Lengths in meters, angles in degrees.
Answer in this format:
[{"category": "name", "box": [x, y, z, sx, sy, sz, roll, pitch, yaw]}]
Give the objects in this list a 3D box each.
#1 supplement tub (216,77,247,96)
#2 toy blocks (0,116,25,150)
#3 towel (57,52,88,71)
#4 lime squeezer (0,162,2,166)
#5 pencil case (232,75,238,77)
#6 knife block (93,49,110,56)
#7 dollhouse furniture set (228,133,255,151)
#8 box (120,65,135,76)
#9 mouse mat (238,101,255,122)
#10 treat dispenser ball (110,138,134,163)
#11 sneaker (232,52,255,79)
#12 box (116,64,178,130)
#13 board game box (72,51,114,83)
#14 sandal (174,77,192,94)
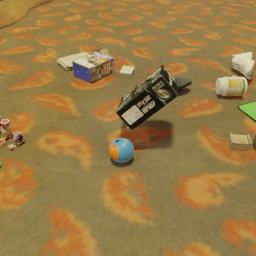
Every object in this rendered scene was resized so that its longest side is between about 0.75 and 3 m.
[{"category": "supplement tub", "box": [4.752, -1.918, 12.929, 1.218, 0.879, 0.879, 1, 38, 2]}, {"category": "toy blocks", "box": [-4.746, 0.120, 10.043, 1.424, 1.199, 1.331, 24, 44, 28]}, {"category": "towel", "box": [-2.893, -3.804, 15.789, 1.974, 0.340, 1.308, -25, 45, -29]}, {"category": "lime squeezer", "box": [-4.724, 1.807, 8.656, 0.775, 0.414, 2.194, -5, 26, 49]}, {"category": "pencil case", "box": [5.358, -2.263, 13.786, 0.383, 0.400, 0.925, 31, 33, -20]}, {"category": "knife block", "box": [-1.455, -3.886, 15.909, 0.450, 1.234, 1.405, -25, 89, -27]}, {"category": "dollhouse furniture set", "box": [4.766, 0.668, 9.275, 2.281, 1.268, 2.018, 5, 38, 6]}, {"category": "box", "box": [-0.026, -3.089, 15.024, 0.647, 0.163, 0.897, 8, 40, 10]}, {"category": "mouse mat", "box": [6.100, -0.499, 11.761, 1.943, 0.091, 2.415, -14, 39, -17]}, {"category": "treat dispenser ball", "box": [-0.212, 0.762, 9.537, 0.838, 0.838, 0.838, 0, 38, 0]}, {"category": "sneaker", "box": [6.039, -3.244, 14.728, 1.071, 0.940, 2.673, 2, 31, 15]}, {"category": "box", "box": [0.690, -1.103, 9.872, 2.045, 0.881, 1.675, -37, 15, 20]}, {"category": "board game box", "box": [-1.798, -3.196, 14.601, 1.361, 0.827, 1.707, 28, 46, 31]}, {"category": "sandal", "box": [1.867, -1.767, 13.139, 2.446, 0.524, 0.930, -24, 36, -14]}]
